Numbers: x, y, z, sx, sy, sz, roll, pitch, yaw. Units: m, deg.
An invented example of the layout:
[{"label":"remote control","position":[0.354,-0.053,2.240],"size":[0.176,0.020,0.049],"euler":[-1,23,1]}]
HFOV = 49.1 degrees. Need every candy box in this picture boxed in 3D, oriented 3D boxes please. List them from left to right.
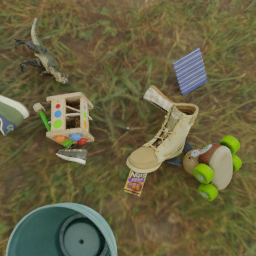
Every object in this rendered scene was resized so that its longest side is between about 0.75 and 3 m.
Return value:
[{"label":"candy box","position":[0.237,1.499,8.113],"size":[0.478,0.231,0.820],"euler":[15,56,9]}]

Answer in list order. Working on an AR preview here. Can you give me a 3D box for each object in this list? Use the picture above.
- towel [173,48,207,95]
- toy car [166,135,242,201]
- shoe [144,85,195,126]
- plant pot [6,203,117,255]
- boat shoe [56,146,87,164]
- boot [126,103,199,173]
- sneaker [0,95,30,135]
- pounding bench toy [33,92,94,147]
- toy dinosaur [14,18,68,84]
[{"label":"towel","position":[1.992,-1.762,8.950],"size":[0.993,1.372,0.164],"euler":[-32,44,-3]},{"label":"toy car","position":[2.010,0.893,7.954],"size":[1.460,1.402,1.777],"euler":[-40,39,-24]},{"label":"shoe","position":[1.263,-0.592,8.692],"size":[1.792,0.627,0.478],"euler":[39,80,4]},{"label":"plant pot","position":[-1.327,2.915,6.686],"size":[2.462,1.649,2.462],"euler":[-1,86,11]},{"label":"boat shoe","position":[-1.625,0.751,8.121],"size":[1.308,0.467,0.391],"euler":[5,72,46]},{"label":"boot","position":[0.969,0.223,7.542],"size":[2.180,1.695,0.794],"euler":[-18,49,-38]},{"label":"sneaker","position":[-4.198,-0.479,8.302],"size":[2.394,0.803,1.075],"euler":[18,55,17]},{"label":"pounding bench toy","position":[-2.002,-0.138,8.375],"size":[1.720,1.068,1.341],"euler":[-7,71,11]},{"label":"toy dinosaur","position":[-3.075,-2.504,9.439],"size":[1.278,0.688,2.899],"euler":[-18,74,-38]}]
